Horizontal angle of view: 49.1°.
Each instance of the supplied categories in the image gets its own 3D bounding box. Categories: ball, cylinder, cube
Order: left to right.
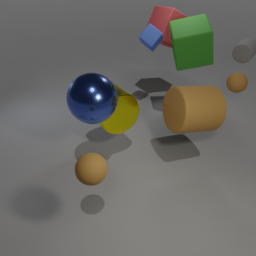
[{"bbox_3d":[-0.790,0.882,6.012,0.700,0.700,0.700,0,31,0],"label":"ball"},{"bbox_3d":[-0.976,-0.805,7.683,1.400,1.400,1.400,0,31,0],"label":"ball"},{"bbox_3d":[-0.560,-0.712,9.289,1.400,1.400,1.400,-16,34,-26],"label":"cylinder"},{"bbox_3d":[0.965,-3.722,11.573,0.700,0.700,0.700,41,5,8],"label":"cube"},{"bbox_3d":[1.833,-4.538,12.729,1.400,1.400,1.400,13,17,-36],"label":"cube"},{"bbox_3d":[2.399,-3.243,10.641,1.400,1.400,1.400,-9,47,10],"label":"cube"},{"bbox_3d":[1.989,-0.575,8.536,1.400,1.400,1.400,-4,30,-21],"label":"cylinder"},{"bbox_3d":[3.761,-1.566,9.664,0.700,0.700,0.700,0,31,0],"label":"ball"},{"bbox_3d":[4.166,-2.756,9.936,0.700,0.700,0.700,21,45,32],"label":"cylinder"}]
